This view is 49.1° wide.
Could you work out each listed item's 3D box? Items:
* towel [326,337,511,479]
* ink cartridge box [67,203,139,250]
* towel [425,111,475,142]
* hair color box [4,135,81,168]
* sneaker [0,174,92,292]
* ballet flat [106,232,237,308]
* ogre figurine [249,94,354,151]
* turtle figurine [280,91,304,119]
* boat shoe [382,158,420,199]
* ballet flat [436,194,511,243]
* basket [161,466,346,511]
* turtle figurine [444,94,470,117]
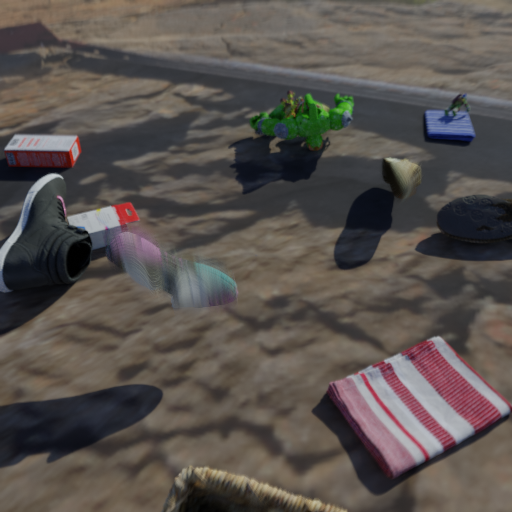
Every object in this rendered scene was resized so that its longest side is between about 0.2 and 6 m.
[{"bbox_3d":[2.282,2.019,7.886,2.157,0.245,1.554,-18,43,-21],"label":"towel"},{"bbox_3d":[-2.941,-0.562,10.886,1.263,0.425,0.734,-16,42,-19],"label":"ink cartridge box"},{"bbox_3d":[5.015,-3.398,14.599,1.145,0.189,1.581,5,38,9],"label":"towel"},{"bbox_3d":[-5.007,-2.466,13.185,1.511,0.463,0.767,2,40,1],"label":"hair color box"},{"bbox_3d":[-3.605,-0.455,10.354,1.414,1.008,2.850,2,46,3],"label":"sneaker"},{"bbox_3d":[-1.278,0.324,8.182,2.027,0.701,0.721,27,34,-1],"label":"ballet flat"},{"bbox_3d":[1.224,-3.330,13.657,2.579,1.265,1.546,6,26,-11],"label":"ogre figurine"},{"bbox_3d":[0.779,-3.530,13.524,0.332,1.030,0.831,8,49,-23],"label":"turtle figurine"},{"bbox_3d":[3.065,-1.674,11.538,0.626,0.698,1.885,-5,24,3],"label":"boat shoe"},{"bbox_3d":[5.032,-0.754,11.020,3.060,0.709,1.031,-9,71,-2],"label":"ballet flat"},{"bbox_3d":[0.124,3.342,5.006,2.467,1.838,1.761,14,41,15],"label":"basket"},{"bbox_3d":[5.370,-3.874,14.928,0.717,0.740,0.532,-38,71,-25],"label":"turtle figurine"}]
